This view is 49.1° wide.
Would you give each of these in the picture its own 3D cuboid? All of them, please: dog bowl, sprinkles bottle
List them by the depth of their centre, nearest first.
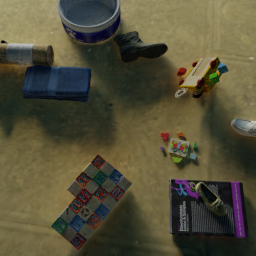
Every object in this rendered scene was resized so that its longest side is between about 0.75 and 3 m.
[{"bbox_3d":[-4.753,-3.216,12.250,2.855,0.974,0.974,2,67,1],"label":"sprinkles bottle"},{"bbox_3d":[-1.764,-5.411,13.109,2.849,1.122,2.849,0,67,0],"label":"dog bowl"}]

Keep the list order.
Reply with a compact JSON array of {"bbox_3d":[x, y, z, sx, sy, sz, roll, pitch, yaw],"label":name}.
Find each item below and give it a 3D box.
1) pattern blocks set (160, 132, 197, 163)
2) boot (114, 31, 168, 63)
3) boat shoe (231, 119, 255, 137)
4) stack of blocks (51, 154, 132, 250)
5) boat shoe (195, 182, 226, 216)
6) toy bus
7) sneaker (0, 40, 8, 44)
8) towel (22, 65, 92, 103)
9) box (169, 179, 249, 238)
[{"bbox_3d":[1.988,0.743,11.043,1.450,0.117,1.274,4,67,1],"label":"pattern blocks set"},{"bbox_3d":[0.568,-3.873,12.702,2.264,0.767,1.479,-11,62,-6],"label":"boot"},{"bbox_3d":[5.093,0.004,11.056,1.918,0.665,0.679,18,68,7],"label":"boat shoe"},{"bbox_3d":[-1.376,2.500,9.716,1.608,0.818,2.793,40,73,2],"label":"stack of blocks"},{"bbox_3d":[2.872,2.447,9.643,0.486,0.419,1.331,-32,70,-13],"label":"boat shoe"},{"bbox_3d":[3.059,-1.919,11.630,2.195,1.134,2.071,-29,34,20],"label":"toy bus"},{"bbox_3d":[-5.726,-3.826,12.730,1.012,0.584,0.380,21,68,8],"label":"sneaker"},{"bbox_3d":[-2.955,-1.902,11.867,2.815,0.683,1.571,3,67,2],"label":"towel"},{"bbox_3d":[2.793,2.835,9.966,2.659,0.480,1.901,3,66,0],"label":"box"}]
